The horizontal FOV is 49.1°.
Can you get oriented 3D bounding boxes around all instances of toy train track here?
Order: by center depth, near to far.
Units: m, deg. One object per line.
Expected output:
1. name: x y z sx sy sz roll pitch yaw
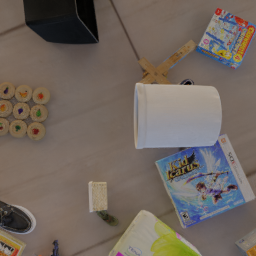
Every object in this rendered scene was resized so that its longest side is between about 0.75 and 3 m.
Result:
1. toy train track: 1.348 -2.125 9.757 2.607 0.424 1.495 -40 78 -10

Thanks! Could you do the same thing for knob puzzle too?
1. knob puzzle: -4.689 4.302 8.979 2.424 0.336 2.424 0 83 0

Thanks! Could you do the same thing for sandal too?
1. sandal: -0.691 2.963 9.194 0.797 0.227 0.316 31 84 4

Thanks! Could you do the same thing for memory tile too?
1. memory tile: -3.971 -0.618 9.639 2.482 0.208 1.902 7 83 1

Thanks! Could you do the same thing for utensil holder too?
1. utensil holder: 1.319 -0.347 8.082 2.216 1.883 1.883 0 83 -1

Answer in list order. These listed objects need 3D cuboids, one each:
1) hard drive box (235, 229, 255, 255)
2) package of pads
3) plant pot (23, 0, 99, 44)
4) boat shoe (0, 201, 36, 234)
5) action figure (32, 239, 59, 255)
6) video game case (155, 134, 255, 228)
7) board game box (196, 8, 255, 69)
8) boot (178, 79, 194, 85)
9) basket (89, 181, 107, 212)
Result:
1. hard drive box: 4.853 3.836 8.776 2.205 0.847 1.719 -33 85 -4
2. package of pads: 0.911 4.014 8.751 2.492 0.850 1.925 36 84 4
3. plant pot: -2.250 -3.961 9.220 1.860 2.092 2.097 -9 83 11
4. boat shoe: -4.156 2.677 8.929 2.463 0.816 0.861 31 84 4
5. action figure: -2.491 4.225 8.989 1.136 0.614 1.174 6 56 -6
6. video game case: 2.484 1.690 9.177 2.512 0.571 2.277 -22 83 -3
7. board game box: 3.453 -3.128 9.815 1.576 0.450 1.609 26 84 3
8. boot: 1.389 -0.796 9.295 0.730 0.907 2.007 37 84 2
9. basket: -0.965 2.210 9.098 0.572 0.629 0.928 -2 83 -4
